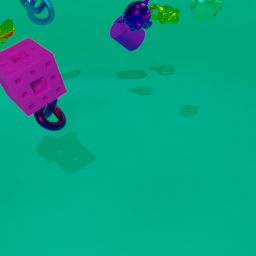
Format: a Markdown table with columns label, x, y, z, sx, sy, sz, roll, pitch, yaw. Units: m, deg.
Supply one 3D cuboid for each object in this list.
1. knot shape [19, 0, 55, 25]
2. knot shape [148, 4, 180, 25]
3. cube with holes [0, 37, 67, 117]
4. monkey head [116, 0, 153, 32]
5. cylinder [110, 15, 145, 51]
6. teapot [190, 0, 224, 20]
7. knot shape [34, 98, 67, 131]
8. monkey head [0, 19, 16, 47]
| label | x | y | z | sx | sy | sz | roll | pitch | yaw |
| --- | --- | --- | --- | --- | --- | --- | --- | --- | --- |
| knot shape | -2.917 | -4.256 | 9.322 | 0.646 | 1.399 | 1.309 | 28 | 79 | 31 |
| knot shape | 1.486 | -4.286 | 10.576 | 1.226 | 0.606 | 1.311 | -18 | 39 | -42 |
| cube with holes | -1.638 | -0.850 | 4.610 | 0.783 | 0.783 | 0.783 | -37 | 53 | -22 |
| monkey head | 0.318 | -3.266 | 8.197 | 1.278 | 0.770 | 0.920 | -33 | -6 | 28 |
| cylinder | -0.017 | -3.576 | 10.573 | 0.987 | 0.987 | 0.987 | 27 | 10 | -41 |
| teapot | 1.747 | -2.722 | 6.036 | 0.631 | 0.801 | 1.288 | 18 | 15 | 24 |
| knot shape | -1.789 | -0.623 | 6.079 | 0.586 | 1.187 | 1.269 | -17 | 41 | -9 |
| monkey head | -2.329 | -1.518 | 4.438 | 0.901 | 0.754 | 1.252 | -31 | 63 | 14 |
